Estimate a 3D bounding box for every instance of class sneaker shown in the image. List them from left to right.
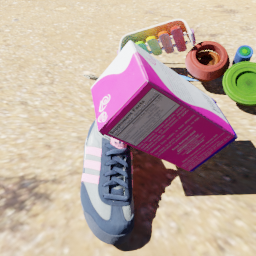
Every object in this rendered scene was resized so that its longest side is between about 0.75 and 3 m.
[{"bbox_3d":[-0.345,0.682,5.441,1.016,1.188,2.897,9,41,-22],"label":"sneaker"}]

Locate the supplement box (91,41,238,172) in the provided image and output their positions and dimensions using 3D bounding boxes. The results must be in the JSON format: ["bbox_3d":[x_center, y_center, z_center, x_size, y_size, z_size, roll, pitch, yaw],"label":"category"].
[{"bbox_3d":[0.696,-0.299,5.389,2.512,1.298,1.271,27,32,-34],"label":"supplement box"}]

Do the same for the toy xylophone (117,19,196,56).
[{"bbox_3d":[0.976,-2.736,9.196,2.531,1.853,0.636,-13,77,24],"label":"toy xylophone"}]

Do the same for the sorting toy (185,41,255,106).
[{"bbox_3d":[3.078,-1.612,8.585,1.668,1.139,2.776,-43,68,-10],"label":"sorting toy"}]

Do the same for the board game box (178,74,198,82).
[{"bbox_3d":[0.828,-1.495,8.661,2.099,0.517,2.657,8,15,-11],"label":"board game box"}]

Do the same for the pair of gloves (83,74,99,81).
[{"bbox_3d":[-0.888,-1.454,8.838,0.898,0.157,0.764,28,19,13],"label":"pair of gloves"}]
